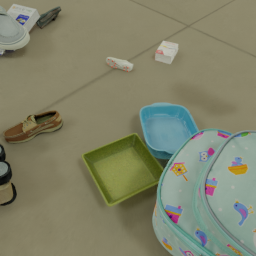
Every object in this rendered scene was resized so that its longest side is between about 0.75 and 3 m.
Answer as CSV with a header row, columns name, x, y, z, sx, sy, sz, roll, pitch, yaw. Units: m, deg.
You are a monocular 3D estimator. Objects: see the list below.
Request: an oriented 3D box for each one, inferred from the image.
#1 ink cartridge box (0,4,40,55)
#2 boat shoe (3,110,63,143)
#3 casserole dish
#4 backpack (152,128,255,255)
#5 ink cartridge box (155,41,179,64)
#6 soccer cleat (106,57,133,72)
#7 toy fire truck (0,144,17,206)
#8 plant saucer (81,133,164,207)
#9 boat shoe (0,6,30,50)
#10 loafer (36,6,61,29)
name,x,y,z,sx,sy,sz,roll,pitch,yaw
ink cartridge box,-4.010,-3.296,9.534,1.032,0.404,2.180,19,65,16
boat shoe,-2.317,-0.098,6.822,1.424,0.526,0.539,-21,52,-17
casserole dish,0.939,0.071,6.529,1.258,0.403,2.078,-2,36,-5
backpack,1.830,1.299,4.597,2.792,2.140,2.454,24,59,26
ink cartridge box,1.283,-2.508,9.078,0.543,0.315,0.932,18,51,15
soccer cleat,-0.255,-1.991,8.662,0.869,0.301,0.337,23,47,10
toy fire truck,-3.415,1.034,5.562,1.963,1.263,1.728,-17,51,-27
plant saucer,-0.089,0.906,6.059,1.418,0.340,1.416,-22,52,-19
boat shoe,-4.351,-3.470,8.885,2.917,1.039,1.018,34,72,22
loafer,-2.967,-4.155,10.540,0.488,0.427,1.359,-3,35,41
